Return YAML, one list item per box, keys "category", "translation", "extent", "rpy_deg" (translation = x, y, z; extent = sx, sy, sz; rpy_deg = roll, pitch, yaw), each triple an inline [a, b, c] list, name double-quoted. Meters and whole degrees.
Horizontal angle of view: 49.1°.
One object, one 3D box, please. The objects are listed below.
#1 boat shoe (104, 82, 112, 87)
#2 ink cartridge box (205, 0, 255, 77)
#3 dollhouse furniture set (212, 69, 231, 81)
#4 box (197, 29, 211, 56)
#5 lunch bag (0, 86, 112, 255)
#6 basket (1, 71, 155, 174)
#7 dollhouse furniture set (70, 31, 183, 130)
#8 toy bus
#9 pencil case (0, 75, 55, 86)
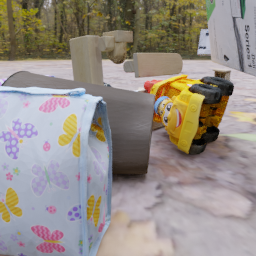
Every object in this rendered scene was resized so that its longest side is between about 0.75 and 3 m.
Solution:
- category: "boat shoe"
  translation: [-1.214, -1.960, 13.733]
  extent: [1.921, 0.579, 0.726]
  rpy_deg: [9, 19, 27]
- category: "ink cartridge box"
  translation: [2.315, -1.945, 4.848]
  extent: [1.048, 1.815, 2.484]
  rpy_deg: [-14, 21, -1]
- category: "dollhouse furniture set"
  translation: [3.436, -1.898, 12.311]
  extent: [1.961, 1.276, 1.801]
  rpy_deg: [-7, 18, -23]
- category: "box"
  translation: [2.994, -3.225, 10.576]
  extent: [0.553, 0.949, 0.285]
  rpy_deg: [11, 5, 38]
- category: "lunch bag"
  translation: [-1.014, 0.459, 3.299]
  extent: [1.599, 1.885, 1.199]
  rpy_deg: [2, 17, 10]
- category: "basket"
  translation: [-0.849, -0.029, 5.305]
  extent: [2.616, 1.779, 2.359]
  rpy_deg: [6, 34, 4]
- category: "dollhouse furniture set"
  translation: [0.087, -1.605, 9.098]
  extent: [2.958, 2.813, 2.410]
  rpy_deg: [7, 15, 44]
- category: "toy bus"
  translation: [1.206, -0.591, 6.771]
  extent: [2.154, 1.522, 2.244]
  rpy_deg: [24, 27, 25]
- category: "pencil case"
  translation: [-4.152, -1.453, 11.271]
  extent: [2.747, 1.153, 1.174]
  rpy_deg: [-19, 60, -46]
